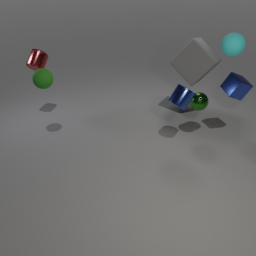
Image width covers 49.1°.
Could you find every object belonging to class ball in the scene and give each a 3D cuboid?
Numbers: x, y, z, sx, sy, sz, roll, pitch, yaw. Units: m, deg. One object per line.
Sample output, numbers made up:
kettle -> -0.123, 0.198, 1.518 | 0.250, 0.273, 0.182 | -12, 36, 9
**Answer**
ball -> 2.695, -1.006, 10.624 | 0.700, 0.700, 0.700 | 0, 29, 0
ball -> 3.245, -2.573, 8.639 | 0.700, 0.700, 0.700 | 0, 29, 0
ball -> -2.927, -1.695, 9.650 | 0.700, 0.700, 0.700 | 0, 29, 0

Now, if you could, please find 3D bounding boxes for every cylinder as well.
cylinder -> 1.901, -1.098, 9.970 | 0.700, 0.700, 0.700 | 31, 9, -5
cylinder -> -3.684, -2.736, 11.388 | 0.700, 0.700, 0.700 | 16, -10, 3

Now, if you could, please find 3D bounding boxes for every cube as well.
cube -> 2.919, -2.858, 12.019 | 1.400, 1.400, 1.400 | 49, 31, 4
cube -> 4.067, -1.568, 10.524 | 0.700, 0.700, 0.700 | 10, 39, -31
